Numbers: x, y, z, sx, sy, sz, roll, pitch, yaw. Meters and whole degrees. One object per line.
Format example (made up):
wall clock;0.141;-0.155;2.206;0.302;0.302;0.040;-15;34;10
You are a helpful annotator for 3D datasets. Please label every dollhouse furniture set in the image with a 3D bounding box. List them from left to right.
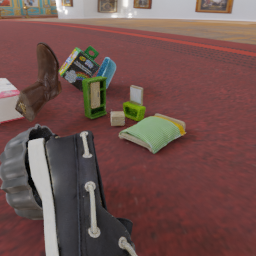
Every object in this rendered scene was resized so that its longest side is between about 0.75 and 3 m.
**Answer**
dollhouse furniture set;0.069;-0.517;7.142;2.836;1.095;1.417;22;31;38

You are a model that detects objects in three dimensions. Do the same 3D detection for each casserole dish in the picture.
casserole dish;-0.809;-1.887;9.863;0.368;1.150;1.898;23;11;-15

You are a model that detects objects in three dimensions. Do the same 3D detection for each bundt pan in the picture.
bundt pan;-1.433;0.720;4.331;0.561;1.496;1.496;-14;24;9

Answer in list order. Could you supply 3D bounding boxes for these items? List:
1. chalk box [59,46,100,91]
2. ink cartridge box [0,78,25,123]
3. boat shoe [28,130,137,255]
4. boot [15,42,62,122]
chalk box;-1.691;-2.289;10.210;0.932;1.493;0.926;36;7;-30
ink cartridge box;-3.961;-0.798;8.169;1.367;0.773;1.866;-17;30;-31
boat shoe;-0.366;1.139;2.937;0.876;1.073;2.904;-18;46;-13
boot;-2.335;-1.182;7.071;0.545;1.582;1.698;-1;31;21
